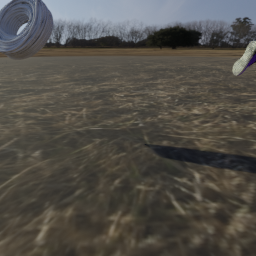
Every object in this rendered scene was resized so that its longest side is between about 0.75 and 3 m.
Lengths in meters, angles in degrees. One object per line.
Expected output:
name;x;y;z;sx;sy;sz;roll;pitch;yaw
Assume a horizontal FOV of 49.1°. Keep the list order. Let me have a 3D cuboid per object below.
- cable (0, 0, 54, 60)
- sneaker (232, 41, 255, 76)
cable;-3.036;-2.868;7.987;1.892;1.891;0.655;-20;-23;14
sneaker;3.008;-1.660;6.926;0.458;0.920;0.320;6;40;-31
